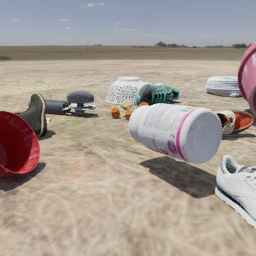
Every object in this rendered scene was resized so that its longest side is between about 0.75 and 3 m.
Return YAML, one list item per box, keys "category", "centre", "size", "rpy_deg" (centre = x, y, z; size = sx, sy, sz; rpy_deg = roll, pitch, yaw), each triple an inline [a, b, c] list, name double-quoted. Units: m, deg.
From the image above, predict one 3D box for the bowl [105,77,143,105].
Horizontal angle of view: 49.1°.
- category: "bowl"
  centre: [0.029, -1.783, 12.891]
  size: [2.239, 1.051, 2.239]
  rpy_deg: [0, 16, 0]

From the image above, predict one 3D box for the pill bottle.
- category: "pill bottle"
  centre: [0.830, 0.041, 5.468]
  size: [0.991, 0.991, 1.748]
  rpy_deg: [-11, 14, -32]

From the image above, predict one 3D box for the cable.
- category: "cable"
  centre: [5.346, -2.255, 14.797]
  size: [2.431, 0.842, 2.431]
  rpy_deg: [13, 21, 36]

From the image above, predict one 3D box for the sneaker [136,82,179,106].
- category: "sneaker"
  centre: [1.321, -1.423, 11.925]
  size: [1.186, 1.008, 2.599]
  rpy_deg: [16, 24, 34]

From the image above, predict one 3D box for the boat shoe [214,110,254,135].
- category: "boat shoe"
  centre: [2.555, -0.168, 7.733]
  size: [2.026, 0.721, 0.634]
  rpy_deg: [-3, -7, -5]

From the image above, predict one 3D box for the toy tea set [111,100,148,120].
- category: "toy tea set"
  centre: [0.127, -0.515, 9.919]
  size: [1.453, 0.538, 0.864]
  rpy_deg: [10, 48, 20]

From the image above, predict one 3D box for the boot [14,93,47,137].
- category: "boot"
  centre: [-2.780, -0.465, 7.721]
  size: [0.959, 1.386, 0.537]
  rpy_deg: [12, -41, -45]

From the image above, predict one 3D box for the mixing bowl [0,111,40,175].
- category: "mixing bowl"
  centre: [-2.493, 0.396, 5.551]
  size: [0.720, 1.329, 1.329]
  rpy_deg: [-26, 8, 21]

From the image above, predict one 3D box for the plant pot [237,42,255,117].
- category: "plant pot"
  centre: [5.114, -1.481, 9.353]
  size: [2.886, 2.886, 2.583]
  rpy_deg: [7, 34, 23]

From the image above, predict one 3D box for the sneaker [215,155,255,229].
- category: "sneaker"
  centre: [1.979, 1.004, 4.209]
  size: [0.650, 0.685, 1.703]
  rpy_deg: [-7, 19, -28]

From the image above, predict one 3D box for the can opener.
- category: "can opener"
  centre: [-2.474, -1.004, 10.497]
  size: [2.727, 0.912, 0.727]
  rpy_deg: [6, 18, 18]

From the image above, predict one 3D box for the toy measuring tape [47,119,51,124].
- category: "toy measuring tape"
  centre: [-2.795, -0.257, 8.754]
  size: [0.524, 0.524, 1.424]
  rpy_deg: [3, 17, 10]
